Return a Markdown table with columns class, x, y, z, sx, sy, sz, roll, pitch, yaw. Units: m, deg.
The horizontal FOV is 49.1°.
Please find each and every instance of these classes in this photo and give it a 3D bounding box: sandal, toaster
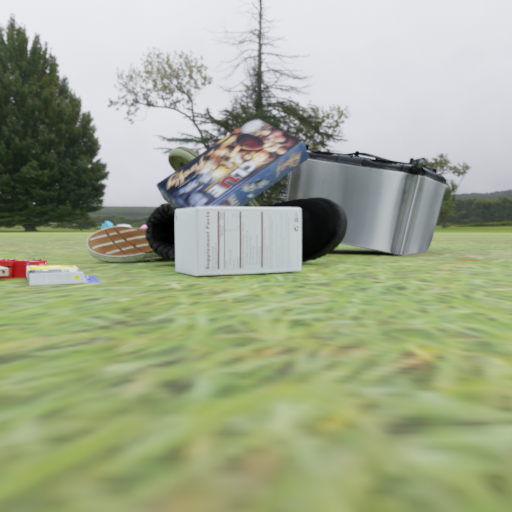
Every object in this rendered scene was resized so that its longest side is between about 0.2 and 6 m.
| class | x | y | z | sx | sy | sz | roll | pitch | yaw |
| --- | --- | --- | --- | --- | --- | --- | --- | --- | --- |
| sandal | -0.979 | -1.262 | 12.730 | 0.828 | 2.901 | 1.152 | -50 | -1 | -33 |
| toaster | 2.408 | -1.258 | 12.423 | 2.972 | 1.951 | 3.287 | 13 | 8 | 26 |

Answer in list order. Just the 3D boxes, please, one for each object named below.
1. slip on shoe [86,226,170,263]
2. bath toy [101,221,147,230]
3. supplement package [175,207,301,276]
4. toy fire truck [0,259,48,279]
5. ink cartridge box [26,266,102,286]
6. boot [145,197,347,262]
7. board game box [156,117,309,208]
| class | x | y | z | sx | sy | sz | roll | pitch | yaw |
| --- | --- | --- | --- | --- | --- | --- | --- | --- | --- |
| slip on shoe | -1.885 | -0.146 | 9.366 | 1.834 | 0.697 | 0.555 | -11 | -33 | -26 |
| bath toy | -2.841 | -0.566 | 14.331 | 2.219 | 0.820 | 0.965 | -3 | 38 | -37 |
| supplement package | -0.234 | -0.197 | 7.096 | 1.426 | 0.836 | 0.833 | -1 | 3 | -25 |
| toy fire truck | -2.860 | 0.161 | 6.229 | 0.918 | 0.224 | 0.647 | 1 | 4 | -3 |
| ink cartridge box | -2.082 | 0.202 | 6.046 | 0.723 | 0.170 | 0.715 | -3 | 5 | -24 |
| boot | -0.148 | -0.372 | 8.417 | 2.611 | 0.982 | 1.952 | -10 | -10 | 31 |
| board game box | -0.490 | -1.669 | 11.100 | 2.587 | 0.448 | 1.752 | -38 | 44 | -14 |
